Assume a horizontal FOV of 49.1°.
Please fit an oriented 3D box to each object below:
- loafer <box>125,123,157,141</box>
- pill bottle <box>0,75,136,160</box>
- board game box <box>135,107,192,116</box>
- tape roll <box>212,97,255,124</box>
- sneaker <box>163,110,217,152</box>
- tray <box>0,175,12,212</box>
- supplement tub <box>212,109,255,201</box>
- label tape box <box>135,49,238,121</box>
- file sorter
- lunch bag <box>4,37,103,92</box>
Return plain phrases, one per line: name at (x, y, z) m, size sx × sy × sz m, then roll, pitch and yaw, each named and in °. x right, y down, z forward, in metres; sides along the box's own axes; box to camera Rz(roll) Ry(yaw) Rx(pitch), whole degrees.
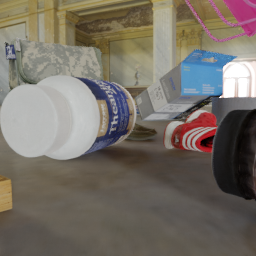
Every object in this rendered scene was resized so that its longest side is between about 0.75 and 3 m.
loafer at (0.043, 0.033, 5.118) m, size 0.985 × 0.343 × 0.371 m, roll 1°, pitch 6°, yaw 8°
pill bottle at (-0.650, -0.150, 3.581) m, size 0.992 × 0.992 × 1.787 m, roll 2°, pitch 6°, yaw 23°
board game box at (1.719, -0.814, 13.392) m, size 2.120 × 0.436 × 2.115 m, roll -4°, pitch 7°, yaw -37°
tape roll at (3.811, -0.529, 8.458) m, size 2.488 × 0.822 × 2.488 m, roll 0°, pitch 5°, yaw 0°
sneaker at (1.212, 0.102, 4.216) m, size 0.803 × 0.545 × 1.391 m, roll 15°, pitch 26°, yaw 38°
tray at (-1.384, 0.441, 1.570) m, size 0.601 × 0.226 × 1.219 m, roll 6°, pitch 7°, yaw 43°
supplement tub at (1.134, 0.196, 1.196) m, size 0.782 × 0.782 × 1.462 m, roll -5°, pitch 8°, yaw -44°
label tape box at (1.969, -1.248, 9.239) m, size 2.147 × 0.942 × 2.977 m, roll -5°, pitch -19°, yaw -37°
file sorter at (2.277, -2.890, 5.231) m, size 1.365 × 1.513 × 2.177 m, roll -23°, pitch -12°, yaw -28°
lunch bag at (-2.264, -1.420, 8.861) m, size 2.980 × 2.500 × 2.077 m, roll -3°, pitch 6°, yaw -28°
